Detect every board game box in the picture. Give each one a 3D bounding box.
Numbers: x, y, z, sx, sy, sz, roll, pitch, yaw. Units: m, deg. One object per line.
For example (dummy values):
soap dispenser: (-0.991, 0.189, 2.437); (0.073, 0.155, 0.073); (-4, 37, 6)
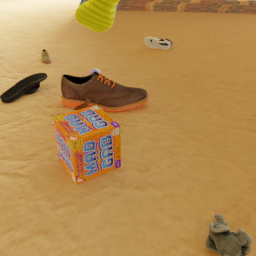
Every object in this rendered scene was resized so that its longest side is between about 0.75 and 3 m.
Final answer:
board game box: (-0.922, 0.328, 6.344); (1.135, 1.136, 1.135); (-18, 36, -27)

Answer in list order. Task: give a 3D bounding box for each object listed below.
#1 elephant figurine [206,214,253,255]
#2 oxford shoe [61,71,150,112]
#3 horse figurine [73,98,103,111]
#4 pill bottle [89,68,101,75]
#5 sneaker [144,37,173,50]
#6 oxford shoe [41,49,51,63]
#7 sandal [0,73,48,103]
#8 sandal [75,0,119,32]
elephant figurine: (1.552, 1.806, 4.657); (0.843, 0.654, 0.597); (26, 83, 51)
oxford shoe: (-0.747, -1.200, 8.886); (2.883, 1.046, 1.026); (1, 32, 2)
horse figurine: (-1.163, -0.253, 7.939); (1.186, 0.447, 1.789); (-13, 35, -20)
pill bottle: (-1.257, -1.884, 10.535); (0.470, 0.470, 0.839); (-1, 32, -2)
sneaker: (1.639, -4.496, 14.772); (1.435, 0.524, 0.803); (21, 34, 17)
oxford shoe: (-3.795, -3.298, 12.845); (0.406, 0.431, 1.152); (-14, 35, -21)
sandal: (-3.616, -1.378, 9.855); (0.705, 0.449, 1.875); (24, 52, 32)
sandal: (-0.501, -2.932, 6.121); (0.889, 2.236, 0.973); (23, 69, -21)
